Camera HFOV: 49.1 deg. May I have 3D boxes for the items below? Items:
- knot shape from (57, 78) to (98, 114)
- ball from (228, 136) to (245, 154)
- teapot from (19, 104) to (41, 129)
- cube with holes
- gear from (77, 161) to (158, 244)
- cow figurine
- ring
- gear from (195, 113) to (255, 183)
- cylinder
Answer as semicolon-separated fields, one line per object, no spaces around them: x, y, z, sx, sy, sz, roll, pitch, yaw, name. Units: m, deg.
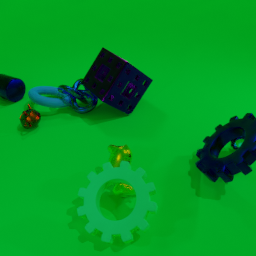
-1.602;-1.061;9.558;1.421;0.657;1.330;-8;53;-48;knot shape
3.088;0.447;7.376;0.876;0.876;0.876;0;35;0;ball
-3.067;-0.346;8.707;0.667;0.526;1.073;-26;38;12;teapot
-0.374;-1.520;9.219;1.397;1.397;1.397;24;13;-48;cube with holes
-0.216;1.465;5.641;1.587;0.293;1.587;-5;62;9;gear
-0.109;0.979;6.517;0.657;1.197;1.178;18;-6;-38;cow figurine
-2.660;-1.098;9.785;1.577;0.315;1.577;11;23;-5;ring
2.466;0.446;6.686;0.344;1.859;1.859;43;33;-16;gear
-4.338;-1.461;10.153;0.870;0.870;0.870;18;39;25;cylinder
